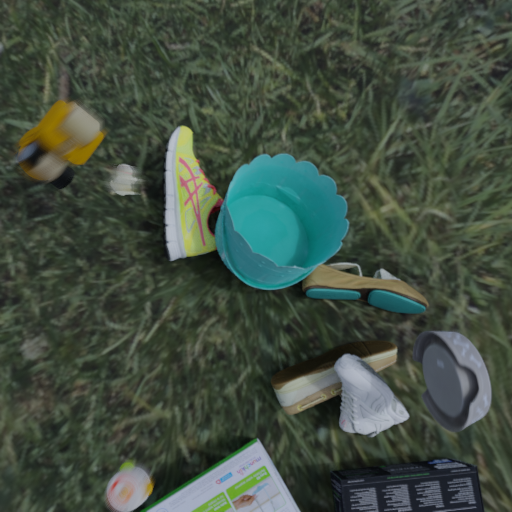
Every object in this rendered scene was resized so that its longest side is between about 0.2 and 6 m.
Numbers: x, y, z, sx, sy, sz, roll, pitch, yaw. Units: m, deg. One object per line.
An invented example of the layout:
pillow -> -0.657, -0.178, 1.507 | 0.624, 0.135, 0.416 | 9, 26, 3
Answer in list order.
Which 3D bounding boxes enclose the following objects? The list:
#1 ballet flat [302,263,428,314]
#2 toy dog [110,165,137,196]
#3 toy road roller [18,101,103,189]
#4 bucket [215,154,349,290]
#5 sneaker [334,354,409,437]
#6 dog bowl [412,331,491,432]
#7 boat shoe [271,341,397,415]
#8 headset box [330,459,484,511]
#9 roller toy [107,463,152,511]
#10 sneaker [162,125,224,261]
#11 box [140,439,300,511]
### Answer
ballet flat -> 2.082, 0.524, 10.597 | 2.380, 0.817, 0.750 | 9, 64, 2
toy dog -> -2.062, -1.208, 8.747 | 0.427, 0.307, 0.440 | 27, 110, 32
toy road roller -> -3.397, -1.929, 9.430 | 1.411, 0.867, 1.030 | -52, 46, -1
bucket -> 0.359, -0.547, 10.212 | 2.295, 1.493, 2.295 | 7, 68, -16
sneaker -> 1.798, 2.526, 9.529 | 1.083, 2.181, 0.850 | -41, 37, -1
dog bowl -> 2.765, 1.729, 7.943 | 0.417, 1.423, 1.423 | -10, 75, -14
boat shoe -> 1.474, 2.200, 10.191 | 2.371, 0.877, 0.787 | -17, 100, -4
headset box -> 2.566, 4.863, 9.216 | 2.282, 1.216, 2.620 | -6, 76, -2
roller toy -> -1.569, 2.880, 6.905 | 0.516, 0.361, 0.471 | 33, 88, 12
sneaker -> -1.229, -1.236, 11.007 | 1.224, 1.059, 2.710 | -1, 81, -9
box -> -0.464, 4.667, 9.270 | 2.494, 1.206, 2.200 | -31, 78, -8
